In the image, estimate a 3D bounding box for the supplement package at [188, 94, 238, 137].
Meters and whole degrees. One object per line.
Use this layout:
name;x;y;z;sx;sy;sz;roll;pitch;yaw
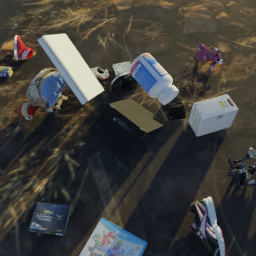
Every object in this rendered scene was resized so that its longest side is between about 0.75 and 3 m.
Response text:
supplement package;3.458;-0.510;11.502;1.568;1.221;0.870;-16;55;-11

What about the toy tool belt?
toy tool belt;-3.415;-1.439;12.015;1.547;1.572;2.517;8;54;17

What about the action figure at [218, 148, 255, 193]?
action figure;4.592;1.437;10.114;2.403;1.226;1.428;-10;65;-9

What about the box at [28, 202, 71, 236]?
box;-2.624;3.063;9.452;1.198;0.306;0.945;6;53;4

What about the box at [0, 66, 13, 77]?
box;-6.269;-2.770;13.683;1.109;0.389;0.357;6;54;4

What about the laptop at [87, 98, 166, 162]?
laptop;-0.036;-0.025;11.848;2.166;1.340;2.313;38;90;25

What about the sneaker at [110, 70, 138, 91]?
sneaker;-0.003;-2.174;13.104;1.805;0.683;0.790;-36;67;-24

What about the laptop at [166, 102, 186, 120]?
laptop;2.115;-0.775;12.436;0.767;0.447;0.865;-3;28;-3

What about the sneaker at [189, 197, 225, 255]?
sneaker;2.502;3.352;9.059;0.930;0.865;2.154;-11;46;8

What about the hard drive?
hard drive;-2.272;-2.524;11.718;2.971;0.390;1.959;55;24;-8

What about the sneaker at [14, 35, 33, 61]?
sneaker;-5.458;-4.177;14.683;0.935;0.634;1.618;-4;66;-13

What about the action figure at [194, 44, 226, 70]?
action figure;4.178;-3.558;14.196;1.548;1.037;1.153;26;18;7

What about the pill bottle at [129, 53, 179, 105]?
pill bottle;1.011;-1.836;10.711;1.079;1.079;1.923;-32;74;-21

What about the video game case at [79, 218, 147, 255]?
video game case;-0.699;4.249;8.640;1.732;0.215;2.421;23;57;16

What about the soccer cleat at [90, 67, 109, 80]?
soccer cleat;-1.615;-2.706;13.507;1.408;0.600;0.483;13;55;9

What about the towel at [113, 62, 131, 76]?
towel;-0.225;-2.925;13.913;0.934;0.225;0.799;-13;52;-9
